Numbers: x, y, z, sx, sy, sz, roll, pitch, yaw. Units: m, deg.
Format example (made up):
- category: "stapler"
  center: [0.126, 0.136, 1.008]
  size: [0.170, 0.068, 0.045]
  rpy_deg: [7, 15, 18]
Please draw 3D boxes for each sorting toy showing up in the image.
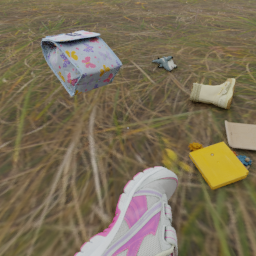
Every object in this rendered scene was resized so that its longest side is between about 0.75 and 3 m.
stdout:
- category: "sorting toy"
  center: [3.322, 0.263, 7.615]
  size: [1.310, 0.239, 1.213]
  rpy_deg: [10, 34, 7]

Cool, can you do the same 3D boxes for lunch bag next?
- category: "lunch bag"
  center: [-1.251, -1.864, 7.293]
  size: [1.433, 1.074, 1.690]
  rpy_deg: [-25, 70, -40]

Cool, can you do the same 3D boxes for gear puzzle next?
- category: "gear puzzle"
  center: [2.259, 0.644, 7.007]
  size: [1.558, 0.204, 0.807]
  rpy_deg: [23, 40, 31]

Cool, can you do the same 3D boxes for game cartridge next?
- category: "game cartridge"
  center: [2.097, 0.851, 6.524]
  size: [0.953, 0.175, 1.081]
  rpy_deg: [-17, 45, -9]

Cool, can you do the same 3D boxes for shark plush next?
- category: "shark plush"
  center: [1.506, -2.862, 12.230]
  size: [0.571, 0.623, 1.371]
  rpy_deg: [-47, 54, -10]

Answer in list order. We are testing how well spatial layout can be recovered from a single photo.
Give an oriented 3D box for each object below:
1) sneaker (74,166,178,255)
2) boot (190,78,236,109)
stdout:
- category: "sneaker"
  center: [0.284, 1.787, 4.546]
  size: [1.221, 1.126, 2.768]
  rpy_deg: [19, 46, 25]
- category: "boot"
  center: [2.910, -1.305, 9.644]
  size: [1.397, 0.654, 1.797]
  rpy_deg: [12, 38, 18]
